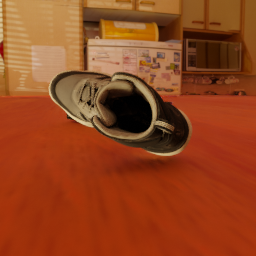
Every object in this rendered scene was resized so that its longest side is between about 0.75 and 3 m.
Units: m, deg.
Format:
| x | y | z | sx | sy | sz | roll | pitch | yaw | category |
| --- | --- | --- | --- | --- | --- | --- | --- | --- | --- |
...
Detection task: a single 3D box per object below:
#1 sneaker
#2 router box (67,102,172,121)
| x | y | z | sx | sy | sz | roll | pitch | yaw | category |
| --- | --- | --- | --- | --- | --- | --- | --- | --- | --- |
| -0.348 | -0.436 | 4.267 | 2.679 | 1.011 | 1.524 | 24 | -1 | 20 | sneaker |
| -0.367 | -0.535 | 8.776 | 2.105 | 0.721 | 2.823 | -5 | 10 | -38 | router box |
